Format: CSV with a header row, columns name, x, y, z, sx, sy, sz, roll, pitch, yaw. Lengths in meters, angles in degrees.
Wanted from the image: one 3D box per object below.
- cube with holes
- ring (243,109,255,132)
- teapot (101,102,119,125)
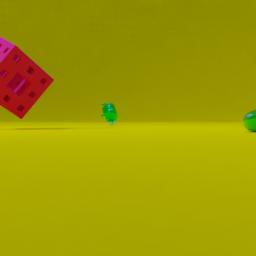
name,x,y,z,sx,sy,sz,roll,pitch,yaw
cube with holes,-2.872,-1.233,6.767,1.246,1.246,1.246,32,-9,41
ring,2.900,-0.266,4.749,1.804,0.361,1.804,-11,-6,-1
teapot,-0.876,-0.693,12.584,0.729,1.489,0.926,-20,-39,-1
